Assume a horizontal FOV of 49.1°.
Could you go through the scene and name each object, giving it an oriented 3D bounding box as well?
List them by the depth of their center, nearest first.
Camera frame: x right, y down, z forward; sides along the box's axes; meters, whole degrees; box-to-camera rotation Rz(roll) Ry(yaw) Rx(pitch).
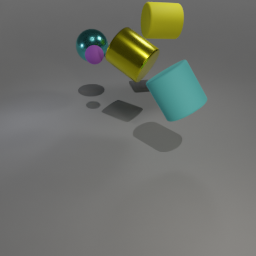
[{"bbox_3d":[1.486,-1.137,8.612,1.400,1.400,1.400,-31,11,6],"label":"cylinder"},{"bbox_3d":[0.159,-2.565,9.878,1.400,1.400,1.400,38,41,7],"label":"cylinder"},{"bbox_3d":[-1.259,-2.739,10.489,0.700,0.700,0.700,0,32,0],"label":"ball"},{"bbox_3d":[1.382,-4.423,11.588,1.400,1.400,1.400,-4,32,-14],"label":"cylinder"},{"bbox_3d":[-1.548,-3.544,12.093,1.400,1.400,1.400,0,32,0],"label":"ball"}]
